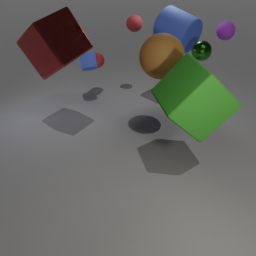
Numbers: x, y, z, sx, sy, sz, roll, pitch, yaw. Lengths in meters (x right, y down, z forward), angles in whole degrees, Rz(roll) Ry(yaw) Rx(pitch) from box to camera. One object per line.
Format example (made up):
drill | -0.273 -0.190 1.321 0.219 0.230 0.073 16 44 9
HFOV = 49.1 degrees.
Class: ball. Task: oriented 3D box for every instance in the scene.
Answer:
ball | 3.737 -3.714 10.704 0.700 0.700 0.700 0 31 0
ball | 0.274 -4.475 11.986 0.700 0.700 0.700 0 31 0
ball | 2.585 -2.710 9.843 0.700 0.700 0.700 0 31 0
ball | 1.046 -2.217 8.698 1.400 1.400 1.400 0 31 0

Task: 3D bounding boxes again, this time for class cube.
cube | -2.242 -2.567 8.619 1.400 1.400 1.400 -13 26 49
cube | 1.708 -0.777 7.238 1.400 1.400 1.400 34 20 -33

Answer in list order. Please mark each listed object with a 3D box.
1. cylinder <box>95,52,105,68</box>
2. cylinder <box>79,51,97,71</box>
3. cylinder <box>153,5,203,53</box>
cylinder | -1.515 -3.159 13.002 0.700 0.700 0.700 7 10 11
cylinder | -1.741 -2.921 12.244 0.700 0.700 0.700 -10 2 0
cylinder | 1.937 -3.838 10.948 1.400 1.400 1.400 39 47 26
